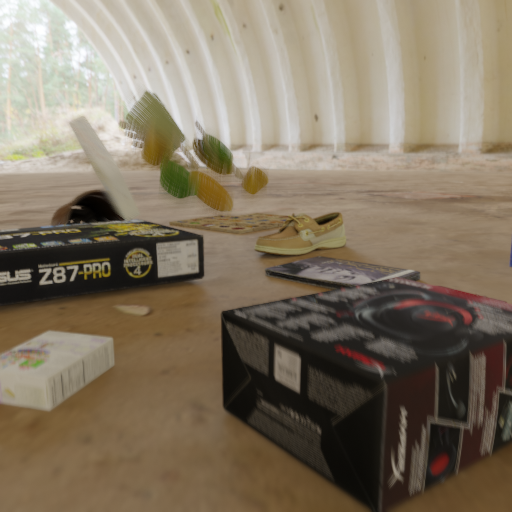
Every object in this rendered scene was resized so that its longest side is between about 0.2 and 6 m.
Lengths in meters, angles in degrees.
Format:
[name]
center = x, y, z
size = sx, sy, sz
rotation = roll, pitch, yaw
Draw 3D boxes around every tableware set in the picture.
[tableware set]
center = -0.876, -1.656, 10.201
size = 3.128, 0.480, 2.107
rotation = 2, 47, -56

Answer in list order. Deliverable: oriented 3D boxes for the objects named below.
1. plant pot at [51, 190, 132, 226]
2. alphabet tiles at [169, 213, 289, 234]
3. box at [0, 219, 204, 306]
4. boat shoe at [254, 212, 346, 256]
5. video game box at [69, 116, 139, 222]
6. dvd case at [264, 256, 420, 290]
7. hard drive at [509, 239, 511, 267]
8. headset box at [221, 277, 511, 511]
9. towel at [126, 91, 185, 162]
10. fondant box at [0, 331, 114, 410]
[plant pot]
center = -3.289, -0.574, 10.853
size = 1.325, 1.325, 1.312
rotation = -9, 6, -38
[alphabet tiles]
center = -0.386, -0.951, 15.489
size = 2.591, 0.117, 3.099
rotation = 9, 14, 40
[box]
center = -2.828, 0.004, 8.777
size = 3.276, 0.804, 2.641
rotation = -7, 10, -31
[boat shoe]
center = 0.904, -0.486, 11.322
size = 2.346, 0.779, 0.868
rotation = -10, 15, -43
[video game box]
center = -2.558, -1.457, 9.515
size = 0.333, 1.424, 1.297
rotation = -29, 63, -11
[dvd case]
center = 1.373, 0.282, 9.027
size = 2.020, 0.161, 1.502
rotation = 10, 15, 42
[hard drive]
center = 4.963, -0.132, 9.450
size = 1.220, 0.805, 0.155
rotation = 9, 14, 38
[headset box]
center = 1.130, 0.824, 4.388
size = 2.300, 0.863, 1.709
rotation = -8, 14, -36
[towel]
center = -1.886, -2.412, 10.568
size = 0.218, 1.194, 0.885
rotation = -2, 47, 43
[fondant box]
center = -1.859, 0.994, 5.035
size = 0.733, 0.296, 1.017
rotation = 3, 11, 16
